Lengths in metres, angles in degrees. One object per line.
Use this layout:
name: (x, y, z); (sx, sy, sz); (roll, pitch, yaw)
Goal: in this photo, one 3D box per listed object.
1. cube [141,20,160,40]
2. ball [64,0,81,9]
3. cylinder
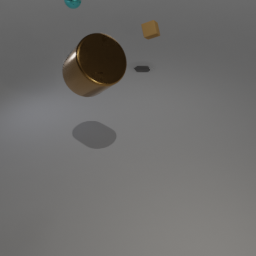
cube: (1.171, -5.022, 14.358); (0.700, 0.700, 0.700); (-11, 4, 23)
ball: (-2.240, -5.208, 11.347); (0.700, 0.700, 0.700); (0, 33, 0)
cylinder: (-0.951, -1.674, 7.720); (1.400, 1.400, 1.400); (-21, 3, -28)
